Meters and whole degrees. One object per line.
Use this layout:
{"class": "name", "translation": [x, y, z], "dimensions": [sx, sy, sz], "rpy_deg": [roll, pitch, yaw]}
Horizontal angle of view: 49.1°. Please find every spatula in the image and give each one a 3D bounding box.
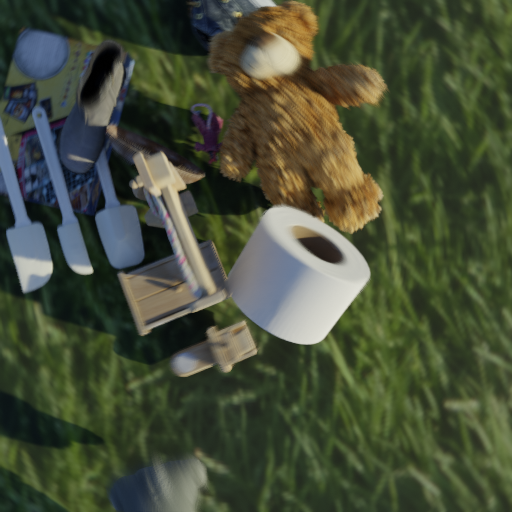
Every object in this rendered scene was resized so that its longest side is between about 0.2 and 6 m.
{"class": "spatula", "translation": [-3.111, -1.083, 9.063], "dimensions": [2.048, 0.236, 2.945], "rpy_deg": [-14, 92, -6]}

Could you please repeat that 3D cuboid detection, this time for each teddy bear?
{"class": "teddy bear", "translation": [0.571, -1.924, 8.533], "dimensions": [2.692, 1.239, 3.713], "rpy_deg": [3, 110, 22]}

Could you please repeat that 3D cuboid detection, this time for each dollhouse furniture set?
{"class": "dollhouse furniture set", "translation": [-1.276, 0.517, 7.798], "dimensions": [1.650, 3.379, 2.882], "rpy_deg": [-23, 85, -1]}

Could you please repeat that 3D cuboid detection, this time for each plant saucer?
{"class": "plant saucer", "translation": [-1.609, -1.553, 8.830], "dimensions": [1.670, 1.670, 0.268], "rpy_deg": [30, 104, 1]}

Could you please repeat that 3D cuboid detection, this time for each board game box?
{"class": "board game box", "translation": [-3.331, -2.234, 9.413], "dimensions": [1.872, 0.478, 2.763], "rpy_deg": [14, 87, 1]}

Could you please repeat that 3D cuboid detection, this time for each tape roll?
{"class": "tape roll", "translation": [0.599, 0.268, 8.160], "dimensions": [1.744, 1.744, 1.197], "rpy_deg": [32, 115, 1]}

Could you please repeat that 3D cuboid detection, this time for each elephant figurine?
{"class": "elephant figurine", "translation": [-1.243, 4.243, 8.272], "dimensions": [1.542, 1.691, 2.179], "rpy_deg": [-20, 75, 28]}

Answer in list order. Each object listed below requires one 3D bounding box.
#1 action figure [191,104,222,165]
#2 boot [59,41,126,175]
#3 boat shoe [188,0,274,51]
{"class": "action figure", "translation": [-0.730, -1.977, 9.334], "dimensions": [0.627, 0.697, 0.936], "rpy_deg": [-8, 73, -6]}
{"class": "boot", "translation": [-2.510, -2.163, 8.315], "dimensions": [0.691, 1.303, 1.980], "rpy_deg": [18, 96, -13]}
{"class": "boat shoe", "translation": [-0.871, -4.321, 9.296], "dimensions": [2.498, 0.884, 1.134], "rpy_deg": [39, 84, 0]}
